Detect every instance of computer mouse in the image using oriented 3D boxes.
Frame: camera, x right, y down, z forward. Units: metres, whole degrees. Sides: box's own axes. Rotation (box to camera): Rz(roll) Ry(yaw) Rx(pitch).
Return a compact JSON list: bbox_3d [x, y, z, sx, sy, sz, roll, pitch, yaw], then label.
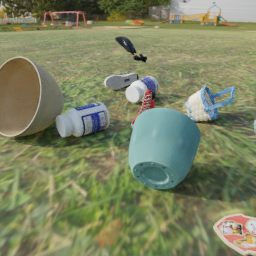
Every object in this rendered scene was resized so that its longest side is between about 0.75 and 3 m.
[{"bbox_3d":[0.183,-2.811,9.835,1.313,0.302,0.922,50,28,22],"label":"computer mouse"}]

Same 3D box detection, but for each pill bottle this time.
[{"bbox_3d":[-1.755,-0.286,10.843,1.858,1.112,1.112,-17,30,-32],"label":"pill bottle"},{"bbox_3d":[0.717,-1.970,14.472,1.081,1.081,1.806,16,30,30],"label":"pill bottle"}]

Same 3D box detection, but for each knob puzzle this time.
[{"bbox_3d":[2.601,2.328,6.339,1.392,0.193,1.392,0,25,0],"label":"knob puzzle"}]

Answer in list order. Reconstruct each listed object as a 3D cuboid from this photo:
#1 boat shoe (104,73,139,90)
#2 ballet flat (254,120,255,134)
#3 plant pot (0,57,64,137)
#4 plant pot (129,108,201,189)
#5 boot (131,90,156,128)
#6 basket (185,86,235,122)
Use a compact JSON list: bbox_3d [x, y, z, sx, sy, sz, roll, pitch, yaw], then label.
[{"bbox_3d":[-0.569,-2.814,16.777,2.340,0.874,1.085,-14,16,-33],"label":"boat shoe"},{"bbox_3d":[5.988,-0.219,10.819,2.502,0.890,0.865,-8,-10,-13],"label":"ballet flat"},{"bbox_3d":[-3.722,-1.062,11.046,2.954,2.954,1.983,16,3,30],"label":"plant pot"},{"bbox_3d":[0.932,0.711,7.848,2.010,2.010,1.613,7,47,15],"label":"plant pot"},{"bbox_3d":[0.661,-0.821,11.668,0.693,1.381,1.915,10,28,21],"label":"boot"},{"bbox_3d":[3.557,-1.112,11.974,1.973,1.372,1.740,-26,10,34],"label":"basket"}]
